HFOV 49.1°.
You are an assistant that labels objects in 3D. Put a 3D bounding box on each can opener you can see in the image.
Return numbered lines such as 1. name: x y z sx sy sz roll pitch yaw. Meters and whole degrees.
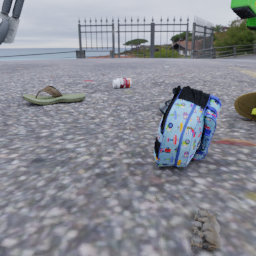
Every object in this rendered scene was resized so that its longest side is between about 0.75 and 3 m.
1. can opener: -3.471 -3.537 8.414 0.596 2.263 0.752 13 26 -32

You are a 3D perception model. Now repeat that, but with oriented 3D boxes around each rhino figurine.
1. rhino figurine: 1.094 1.373 3.888 0.379 0.259 0.866 15 18 12

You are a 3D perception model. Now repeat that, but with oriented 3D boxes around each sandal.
1. sandal: -3.249 -1.509 12.381 2.710 0.773 1.076 -7 19 -23

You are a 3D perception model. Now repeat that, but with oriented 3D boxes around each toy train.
1. toy train: 3.269 -2.755 6.869 0.598 0.809 2.868 9 2 42

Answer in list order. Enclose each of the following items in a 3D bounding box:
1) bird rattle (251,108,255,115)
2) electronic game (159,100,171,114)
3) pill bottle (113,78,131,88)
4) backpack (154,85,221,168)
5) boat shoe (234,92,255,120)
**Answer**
1. bird rattle: 4.640 -0.781 7.986 1.450 2.098 2.573 0 13 6
2. electronic game: 2.106 -0.637 10.154 1.939 0.403 1.939 3 23 -1
3. pill bottle: -0.359 -2.608 16.300 1.020 0.576 0.576 -5 18 -17
4. backpack: 1.226 0.099 6.014 1.142 1.549 1.697 18 36 14
5. boat shoe: 5.130 -0.735 9.716 2.927 1.071 0.948 3 4 6
